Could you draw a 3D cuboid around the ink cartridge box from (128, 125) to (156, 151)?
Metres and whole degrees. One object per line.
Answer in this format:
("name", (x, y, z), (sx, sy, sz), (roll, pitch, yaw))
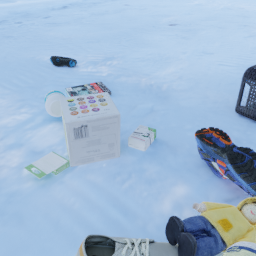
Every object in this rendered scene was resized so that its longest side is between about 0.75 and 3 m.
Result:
("ink cartridge box", (0.505, 0.339, 9.844), (0.683, 0.394, 0.935), (16, 36, 23))

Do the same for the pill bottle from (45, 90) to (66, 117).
("pill bottle", (-2.829, -0.956, 11.073), (0.891, 0.891, 1.608), (-10, 20, -15))

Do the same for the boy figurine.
("boy figurine", (2.224, 2.252, 6.264), (2.656, 0.856, 1.651), (-6, 34, -23))

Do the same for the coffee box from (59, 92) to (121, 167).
("coffee box", (-1.250, -0.015, 9.202), (1.671, 1.674, 1.655), (-9, 34, -14))

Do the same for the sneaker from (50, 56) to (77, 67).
("sneaker", (-3.729, -3.847, 16.249), (1.588, 0.581, 0.650), (14, 25, 5))

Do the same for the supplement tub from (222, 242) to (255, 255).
("supplement tub", (1.817, 3.074, 4.638), (2.018, 1.463, 1.463), (-26, 41, -35))

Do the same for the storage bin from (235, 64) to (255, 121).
("storage bin", (5.890, -1.588, 11.345), (2.955, 1.998, 1.386), (-24, 39, -32))

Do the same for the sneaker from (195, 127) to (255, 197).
("sneaker", (3.020, 1.065, 8.025), (1.077, 1.122, 2.860), (-20, 38, -14))

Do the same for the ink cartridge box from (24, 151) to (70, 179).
("ink cartridge box", (-2.487, 1.199, 8.631), (0.814, 0.268, 1.119), (23, 40, 31))

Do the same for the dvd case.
("dvd case", (-1.887, -1.721, 13.207), (1.870, 0.206, 1.365), (-14, 35, -22))

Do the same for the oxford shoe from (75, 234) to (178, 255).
("oxford shoe", (0.151, 2.701, 5.900), (2.581, 0.745, 0.970), (3, 30, 1))
